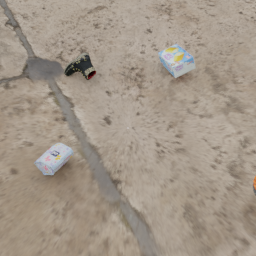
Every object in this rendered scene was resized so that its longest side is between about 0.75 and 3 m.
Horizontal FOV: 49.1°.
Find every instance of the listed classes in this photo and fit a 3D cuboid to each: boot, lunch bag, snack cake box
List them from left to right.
[{"bbox_3d":[-1.844,0.769,7.058,0.865,0.550,0.734,-8,32,51],"label":"lunch bag"},{"bbox_3d":[-1.685,-1.998,9.824,1.156,0.417,0.873,-36,67,16],"label":"boot"},{"bbox_3d":[1.726,-2.432,10.060,0.808,0.472,1.405,-26,39,-1],"label":"snack cake box"}]

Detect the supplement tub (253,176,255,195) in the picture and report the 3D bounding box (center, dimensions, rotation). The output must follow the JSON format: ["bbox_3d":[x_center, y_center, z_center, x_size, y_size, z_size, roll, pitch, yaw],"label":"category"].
[{"bbox_3d":[3.184,1.407,6.148,0.703,1.147,0.703,-23,46,26],"label":"supplement tub"}]
